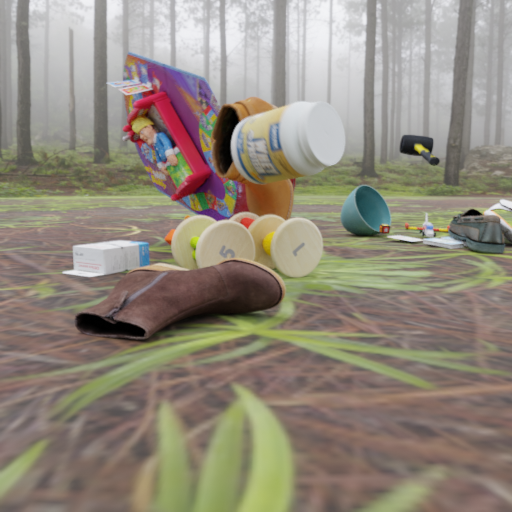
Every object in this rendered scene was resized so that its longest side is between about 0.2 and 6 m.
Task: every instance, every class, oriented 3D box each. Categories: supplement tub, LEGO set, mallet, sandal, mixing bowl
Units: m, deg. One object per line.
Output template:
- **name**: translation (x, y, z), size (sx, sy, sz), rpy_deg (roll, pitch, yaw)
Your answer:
- **supplement tub**: translation (0.379, -1.368, 6.809), size (1.198, 0.866, 0.866), rpy_deg (-4, 3, 45)
- **LEGO set**: translation (4.165, -0.615, 13.359), size (1.786, 0.587, 2.391), rpy_deg (-5, 12, -36)
- **mallet**: translation (3.234, -1.936, 10.507), size (0.641, 0.401, 1.947), rpy_deg (4, 21, -4)
- **sandal**: translation (5.973, -0.908, 13.258), size (0.753, 1.006, 2.627), rpy_deg (-44, -8, 18)
- **mixing bowl**: translation (-0.559, -1.743, 12.233), size (2.521, 2.521, 1.365), rpy_deg (6, 28, 38)

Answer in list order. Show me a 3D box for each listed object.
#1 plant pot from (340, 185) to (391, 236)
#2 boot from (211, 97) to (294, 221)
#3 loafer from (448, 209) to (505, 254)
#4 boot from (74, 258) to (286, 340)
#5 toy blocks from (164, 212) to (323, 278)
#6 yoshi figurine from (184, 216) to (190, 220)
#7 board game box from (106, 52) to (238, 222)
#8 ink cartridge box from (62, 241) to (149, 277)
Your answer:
- **plant pot**: translation (2.761, -1.063, 14.770), size (1.342, 1.342, 0.904), rpy_deg (-7, -18, -41)
- **boot**: translation (-0.043, -1.397, 9.478), size (0.957, 2.495, 1.937), rpy_deg (9, 16, 19)
- **loafer**: translation (4.854, -0.671, 12.205), size (0.915, 0.801, 2.547), rpy_deg (4, 14, 4)
- **boot**: translation (-0.716, 0.522, 5.695), size (1.773, 0.641, 1.475), rpy_deg (4, 21, 20)
- **toy blocks**: translation (-0.498, -0.230, 9.186), size (2.142, 0.933, 2.570), rpy_deg (-4, 9, -28)
- **yoshi figurine**: translation (-1.283, -0.746, 14.201), size (1.271, 0.715, 0.712), rpy_deg (5, 25, 19)
- **board game box**: translation (-1.919, -2.193, 11.297), size (0.784, 3.181, 4.026), rpy_deg (-28, 42, -30)
- **ink cartridge box**: translation (-2.446, 0.029, 9.154), size (0.736, 0.424, 1.271), rpy_deg (5, 9, 32)
